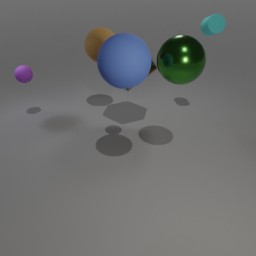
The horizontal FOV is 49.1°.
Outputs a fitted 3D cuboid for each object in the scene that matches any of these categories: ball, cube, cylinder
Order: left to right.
[{"bbox_3d":[-4.221,-2.174,11.345,0.700,0.700,0.700,0,29,0],"label":"ball"},{"bbox_3d":[-1.087,-3.401,11.542,1.400,1.400,1.400,0,29,0],"label":"ball"},{"bbox_3d":[-0.096,-1.718,7.246,1.400,1.400,1.400,0,29,0],"label":"ball"},{"bbox_3d":[0.178,-2.428,10.734,1.400,1.400,1.400,-36,6,14],"label":"cube"},{"bbox_3d":[1.529,-1.954,8.081,1.400,1.400,1.400,0,29,0],"label":"ball"},{"bbox_3d":[3.192,-3.867,10.537,0.700,0.700,0.700,-4,11,-7],"label":"cylinder"}]
